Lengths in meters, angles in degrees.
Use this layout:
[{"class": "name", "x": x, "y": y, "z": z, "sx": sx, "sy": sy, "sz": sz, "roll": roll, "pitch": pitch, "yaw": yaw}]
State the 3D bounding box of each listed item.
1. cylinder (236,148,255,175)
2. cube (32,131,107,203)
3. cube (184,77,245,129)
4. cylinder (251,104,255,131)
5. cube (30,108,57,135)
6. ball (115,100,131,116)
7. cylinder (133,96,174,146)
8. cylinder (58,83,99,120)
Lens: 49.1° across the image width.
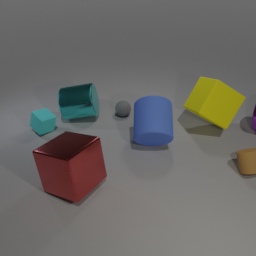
[{"class": "cylinder", "x": 3.881, "y": 1.054, "z": 8.919, "sx": 0.700, "sy": 0.700, "sz": 0.700, "roll": -12, "pitch": 2, "yaw": 0}, {"class": "cube", "x": -1.658, "y": 1.070, "z": 8.211, "sx": 1.400, "sy": 1.400, "sz": 1.400, "roll": 8, "pitch": 28, "yaw": 32}, {"class": "cube", "x": 3.296, "y": -0.995, "z": 10.848, "sx": 1.400, "sy": 1.400, "sz": 1.400, "roll": 27, "pitch": 7, "yaw": -19}, {"class": "cylinder", "x": 5.714, "y": -0.447, "z": 10.839, "sx": 1.400, "sy": 1.400, "sz": 1.400, "roll": 15, "pitch": 34, "yaw": 35}, {"class": "cube", "x": -3.363, "y": -0.264, "z": 11.096, "sx": 0.700, "sy": 0.700, "sz": 0.700, "roll": 38, "pitch": 37, "yaw": 25}, {"class": "ball", "x": -0.214, "y": -0.866, "z": 12.311, "sx": 0.700, "sy": 0.700, "sz": 0.700, "roll": 0, "pitch": 31, "yaw": 0}, {"class": "cylinder", "x": 0.899, "y": -0.226, "z": 10.023, "sx": 1.400, "sy": 1.400, "sz": 1.400, "roll": 1, "pitch": 67, "yaw": 1}, {"class": "cylinder", "x": -2.053, "y": -1.112, "z": 11.861, "sx": 1.400, "sy": 1.400, "sz": 1.400, "roll": -8, "pitch": 31, "yaw": 6}]
